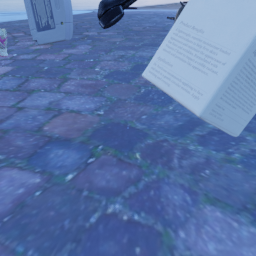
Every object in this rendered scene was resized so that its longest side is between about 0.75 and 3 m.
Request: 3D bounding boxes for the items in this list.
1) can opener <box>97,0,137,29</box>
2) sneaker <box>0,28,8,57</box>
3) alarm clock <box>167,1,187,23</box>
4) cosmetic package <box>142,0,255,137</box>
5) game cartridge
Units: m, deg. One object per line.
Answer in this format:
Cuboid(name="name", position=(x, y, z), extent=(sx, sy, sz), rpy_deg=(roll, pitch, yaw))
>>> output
Cuboid(name="can opener", position=(-0.045, -4.917, 10.751), extent=(2.753, 1.082, 0.873), rpy_deg=(-34, -4, 13))
Cuboid(name="sneaker", position=(-4.186, -2.591, 8.189), extent=(0.872, 0.945, 2.142), rpy_deg=(11, 17, -7))
Cuboid(name="alarm clock", position=(2.474, -3.617, 9.679), extent=(1.374, 0.678, 2.037), rpy_deg=(-38, 70, -26))
Cuboid(name="cosmetic package", position=(1.560, -1.099, 4.751), extent=(1.505, 1.825, 1.504), rpy_deg=(19, 20, -46))
Cuboid(name="game cartridge", position=(-2.482, -3.842, 8.615), extent=(1.579, 2.371, 0.492), rpy_deg=(0, 18, 23))
